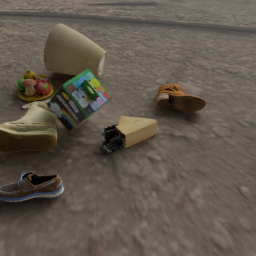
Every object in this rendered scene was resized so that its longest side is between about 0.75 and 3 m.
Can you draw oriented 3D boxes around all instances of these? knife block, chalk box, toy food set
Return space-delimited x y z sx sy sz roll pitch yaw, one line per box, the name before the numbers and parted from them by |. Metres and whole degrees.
knife block | 0.032 0.291 10.041 1.884 0.603 1.654 7 38 8
chalk box | -1.676 -1.074 10.164 1.413 2.264 1.403 52 52 -7
toy food set | -4.326 -2.025 12.939 1.575 0.875 2.678 -14 39 -18

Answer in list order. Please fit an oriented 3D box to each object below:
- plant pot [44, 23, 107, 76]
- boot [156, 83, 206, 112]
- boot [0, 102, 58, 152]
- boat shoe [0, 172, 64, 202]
plant pot | -2.488 -3.652 14.214 2.623 2.457 2.457 21 39 6
boot | 2.293 -1.439 12.282 2.098 0.773 1.623 7 33 5
boot | -3.893 -0.142 10.242 2.694 0.981 2.094 1 37 -8
boat shoe | -2.830 1.620 8.071 1.857 0.672 0.671 -6 26 -8
